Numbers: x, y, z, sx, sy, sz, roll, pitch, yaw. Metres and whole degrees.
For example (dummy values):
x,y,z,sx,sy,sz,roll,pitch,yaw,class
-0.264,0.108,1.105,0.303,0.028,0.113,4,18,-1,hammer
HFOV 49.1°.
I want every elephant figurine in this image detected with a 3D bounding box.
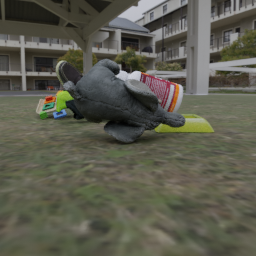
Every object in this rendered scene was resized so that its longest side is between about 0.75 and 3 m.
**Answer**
x,y,z,sx,sy,sz,roll,pitch,yaw,class
0.093,-0.515,6.714,2.497,1.767,1.937,28,58,13,elephant figurine

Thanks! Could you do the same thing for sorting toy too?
x,y,z,sx,sy,sz,roll,pitch,yaw,class
-3.118,-1.146,11.995,1.509,0.365,2.680,-11,31,-1,sorting toy

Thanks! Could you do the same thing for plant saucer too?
x,y,z,sx,sy,sz,roll,pitch,yaw,class
1.635,-0.181,8.747,1.676,0.402,1.678,0,8,-1,plant saucer

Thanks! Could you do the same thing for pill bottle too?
x,y,z,sx,sy,sz,roll,pitch,yaw,class
0.708,-1.333,10.804,2.527,1.427,1.427,17,7,-8,pill bottle

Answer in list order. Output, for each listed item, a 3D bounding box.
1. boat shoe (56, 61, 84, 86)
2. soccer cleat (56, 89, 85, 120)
x,y,z,sx,sy,sz,roll,pitch,yaw,class
-1.821,-1.696,11.937,0.966,1.091,2.980,4,-32,41,boat shoe
-1.477,-0.702,10.290,2.363,0.958,0.798,13,-1,-25,soccer cleat
